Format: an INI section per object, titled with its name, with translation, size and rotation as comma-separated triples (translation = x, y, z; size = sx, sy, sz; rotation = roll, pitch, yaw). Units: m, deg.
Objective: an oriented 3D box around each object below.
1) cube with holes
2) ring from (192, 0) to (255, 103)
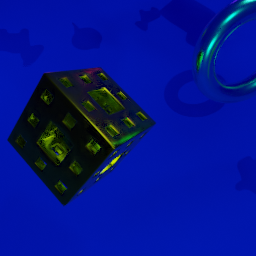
[cube with holes]
translation = -0.687, 0.051, 4.360
size = 1.349, 1.349, 1.349
rotation = 46, 30, 10
[ring]
translation = 1.970, -1.250, 4.732
size = 1.894, 1.894, 0.379
rotation = -14, 40, -9
